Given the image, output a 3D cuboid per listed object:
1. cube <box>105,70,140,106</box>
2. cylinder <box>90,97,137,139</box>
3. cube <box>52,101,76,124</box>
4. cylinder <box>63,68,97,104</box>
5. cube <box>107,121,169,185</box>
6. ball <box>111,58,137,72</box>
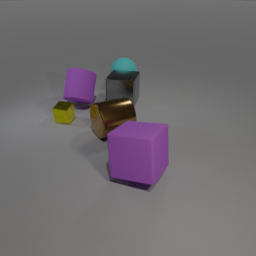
[{"bbox_3d":[-0.234,-1.966,13.818,1.400,1.400,1.400,6,29,11],"label":"cube"},{"bbox_3d":[-0.588,-0.409,10.907,1.400,1.400,1.400,-14,31,-24],"label":"cylinder"},{"bbox_3d":[-2.744,-0.672,12.042,0.700,0.700,0.700,5,37,13],"label":"cube"},{"bbox_3d":[-2.278,-1.973,13.290,1.400,1.400,1.400,8,-4,0],"label":"cylinder"},{"bbox_3d":[0.347,0.675,8.400,1.400,1.400,1.400,6,20,25],"label":"cube"},{"bbox_3d":[-0.225,-3.068,15.089,1.400,1.400,1.400,0,28,0],"label":"ball"}]
